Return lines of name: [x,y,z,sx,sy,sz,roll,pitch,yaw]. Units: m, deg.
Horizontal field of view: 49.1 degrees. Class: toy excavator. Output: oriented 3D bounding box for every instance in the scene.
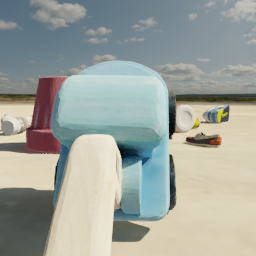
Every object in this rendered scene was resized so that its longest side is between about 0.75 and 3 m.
toy excavator: [-0.180,0.266,2.279,1.320,2.570,2.643,1,-22,4]

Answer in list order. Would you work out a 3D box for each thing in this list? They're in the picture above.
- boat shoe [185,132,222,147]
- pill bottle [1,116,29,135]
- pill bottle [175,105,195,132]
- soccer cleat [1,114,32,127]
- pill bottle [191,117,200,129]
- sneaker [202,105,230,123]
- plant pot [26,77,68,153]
boat shoe: [2.041,0.287,7.623,0.404,0.355,1.134,-7,8,-37]
pill bottle: [-3.978,-0.081,9.874,0.598,0.598,1.032,1,7,5]
pill bottle: [1.660,-0.415,11.015,1.020,1.020,1.863,-3,7,-29]
soccer cleat: [-4.204,-0.143,11.236,1.670,0.583,0.721,2,30,-35]
pill bottle: [2.517,-0.188,11.478,0.847,0.463,0.463,-5,8,-34]
sneaker: [4.780,-0.760,14.921,0.995,0.894,2.418,2,5,36]
plant pot: [-1.627,-0.390,7.268,1.990,1.781,1.990,-1,6,0]
